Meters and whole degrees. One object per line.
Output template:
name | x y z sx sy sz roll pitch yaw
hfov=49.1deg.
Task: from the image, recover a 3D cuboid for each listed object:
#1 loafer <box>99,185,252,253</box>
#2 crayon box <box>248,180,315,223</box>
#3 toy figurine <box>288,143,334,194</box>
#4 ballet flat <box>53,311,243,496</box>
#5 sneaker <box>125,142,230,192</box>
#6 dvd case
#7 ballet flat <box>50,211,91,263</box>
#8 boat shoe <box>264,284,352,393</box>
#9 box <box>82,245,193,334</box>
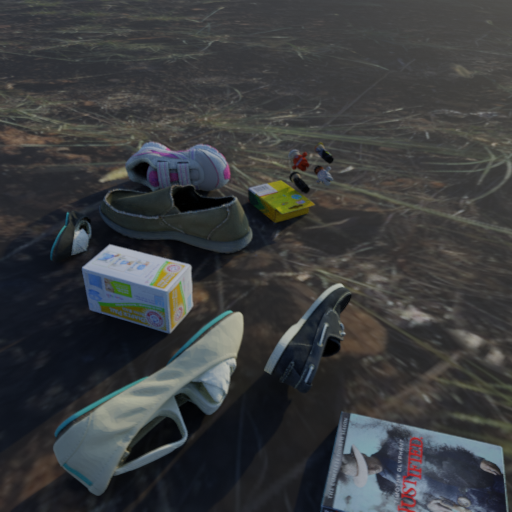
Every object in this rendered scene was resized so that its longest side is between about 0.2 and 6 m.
loafer | -1.527 -0.918 10.474 3.077 1.072 1.157 10 34 15
crayon box | 0.498 -1.085 11.426 0.828 0.331 1.304 -17 36 -24
toy figurine | 1.113 -1.808 11.445 0.864 0.878 0.610 -21 44 -12
ballet flat | -0.968 1.714 6.713 1.011 1.011 2.911 26 42 34
sneaker | -1.742 -1.763 11.989 2.486 1.011 1.097 7 34 27
dvd case | 1.729 2.432 6.080 1.849 0.203 1.350 9 34 15
ballet flat | -3.304 -0.377 10.191 0.539 0.536 1.576 10 31 -12
boat shoe | 0.874 1.089 7.649 0.681 0.723 2.013 29 40 17
box | -1.775 0.489 8.519 1.466 0.825 0.743 13 35 19
